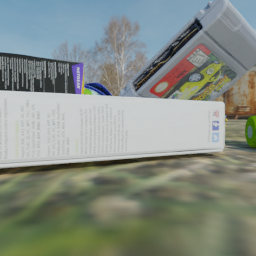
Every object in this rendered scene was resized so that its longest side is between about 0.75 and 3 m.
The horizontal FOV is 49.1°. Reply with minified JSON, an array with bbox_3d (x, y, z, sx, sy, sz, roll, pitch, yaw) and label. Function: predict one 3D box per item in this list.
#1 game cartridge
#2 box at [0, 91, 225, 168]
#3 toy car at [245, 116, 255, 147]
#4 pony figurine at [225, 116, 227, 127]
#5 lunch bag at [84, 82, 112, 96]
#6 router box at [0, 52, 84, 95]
[{"bbox_3d":[1.267,-1.049,5.631,1.820,0.559,2.735,16,-47,-43],"label":"game cartridge"},{"bbox_3d":[-0.714,-0.001,2.316,2.433,0.442,1.756,0,0,-29],"label":"box"},{"bbox_3d":[1.686,-0.381,2.531,0.961,1.170,0.923,0,2,3],"label":"toy car"},{"bbox_3d":[2.819,-0.327,9.202,0.937,0.809,0.971,33,5,11],"label":"pony figurine"},{"bbox_3d":[-0.949,-0.342,5.235,1.570,1.001,1.335,11,-4,-35],"label":"lunch bag"},{"bbox_3d":[-1.227,-0.411,2.805,1.108,0.368,1.409,-1,1,-33],"label":"router box"}]
